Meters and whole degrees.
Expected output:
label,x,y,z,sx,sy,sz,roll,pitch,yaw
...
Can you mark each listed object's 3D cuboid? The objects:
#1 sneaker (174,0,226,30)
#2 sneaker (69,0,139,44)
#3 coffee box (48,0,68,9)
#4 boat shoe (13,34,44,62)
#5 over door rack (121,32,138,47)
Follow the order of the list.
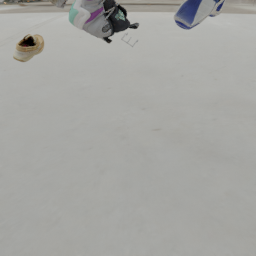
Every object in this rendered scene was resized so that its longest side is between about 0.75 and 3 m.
label,x,y,z,sx,sy,sz,roll,pitch,yaw
sneaker,1.983,-3.025,7.023,1.750,1.010,0.707,-46,73,-1
sneaker,-0.297,-2.003,4.482,1.167,1.668,0.648,34,69,-1
coffee box,-1.562,-3.330,6.537,0.500,0.875,0.349,37,22,2
boat shoe,-1.913,-1.662,5.538,0.376,0.353,1.020,20,39,-7
over door rack,0.105,-3.968,12.437,0.639,0.288,0.865,34,37,-5
